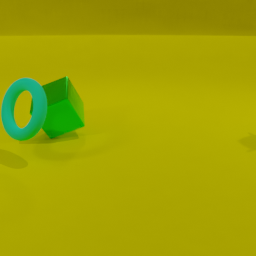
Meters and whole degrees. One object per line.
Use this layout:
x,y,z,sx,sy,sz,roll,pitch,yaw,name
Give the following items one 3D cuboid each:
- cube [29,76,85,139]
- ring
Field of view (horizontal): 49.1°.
-1.720,-0.505,6.954,0.967,0.967,0.967,-19,44,7,cube
-2.053,-0.366,5.485,1.245,1.245,0.249,14,3,33,ring
